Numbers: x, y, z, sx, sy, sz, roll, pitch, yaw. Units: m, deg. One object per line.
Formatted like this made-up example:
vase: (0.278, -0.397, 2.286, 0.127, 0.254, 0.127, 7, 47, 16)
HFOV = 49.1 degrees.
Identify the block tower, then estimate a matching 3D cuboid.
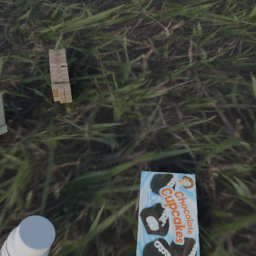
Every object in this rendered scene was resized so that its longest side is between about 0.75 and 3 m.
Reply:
block tower: (-2.268, -1.800, 9.316, 0.573, 0.614, 2.123, -8, 52, -12)

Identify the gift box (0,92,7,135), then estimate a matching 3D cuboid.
gift box: (-4.286, -0.318, 7.626, 1.513, 1.413, 1.396, 15, 25, 26)

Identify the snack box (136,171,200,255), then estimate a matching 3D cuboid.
snack box: (0.911, 2.153, 6.471, 1.342, 0.429, 2.310, 3, 54, 4)

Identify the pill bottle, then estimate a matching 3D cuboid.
pill bottle: (-2.019, 2.403, 5.447, 0.827, 1.454, 0.827, 27, 30, -17)
